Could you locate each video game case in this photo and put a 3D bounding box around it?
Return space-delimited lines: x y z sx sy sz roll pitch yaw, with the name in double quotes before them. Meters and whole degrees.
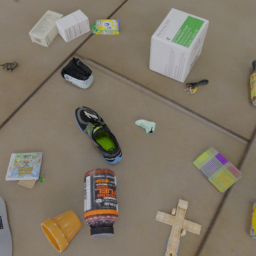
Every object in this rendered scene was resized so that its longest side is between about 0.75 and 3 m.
"video game case" -3.744 1.380 10.155 1.160 0.128 1.056 -2 56 1

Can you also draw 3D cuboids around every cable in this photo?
"cable" 2.912 -1.814 11.999 1.155 0.291 0.561 -26 47 -27

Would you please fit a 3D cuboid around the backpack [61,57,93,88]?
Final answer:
"backpack" -2.060 -2.268 11.853 1.257 0.795 1.049 29 72 14

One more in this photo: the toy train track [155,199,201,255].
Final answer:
"toy train track" 1.495 3.522 8.897 1.494 0.424 2.605 16 63 9

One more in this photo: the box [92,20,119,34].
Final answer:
"box" -1.082 -4.904 13.581 1.296 0.314 0.761 -2 61 1

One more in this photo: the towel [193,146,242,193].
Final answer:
"towel" 3.234 1.502 10.147 1.097 0.174 1.527 -36 66 -17

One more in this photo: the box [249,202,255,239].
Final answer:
"box" 5.024 2.848 8.338 1.949 2.023 1.234 17 63 9

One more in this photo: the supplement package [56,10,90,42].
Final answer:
"supplement package" -2.595 -4.825 13.257 1.333 0.782 0.779 -33 66 -16

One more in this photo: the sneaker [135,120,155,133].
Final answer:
"sneaker" 0.659 -0.041 10.904 0.795 0.293 0.469 8 55 2

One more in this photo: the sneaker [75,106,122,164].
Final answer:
"sneaker" -1.063 0.098 10.378 0.941 1.100 2.655 -31 66 -17

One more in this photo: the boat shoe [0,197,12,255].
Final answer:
"boat shoe" -4.329 3.386 8.846 0.831 0.844 2.381 -28 65 16

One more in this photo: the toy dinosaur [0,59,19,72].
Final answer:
"toy dinosaur" -5.277 -2.740 12.425 0.945 0.364 0.483 -7 48 4

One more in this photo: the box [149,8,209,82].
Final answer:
"box" 2.102 -3.462 11.821 1.702 1.987 1.977 25 65 15

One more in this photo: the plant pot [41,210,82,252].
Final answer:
"plant pot" -2.031 3.149 8.818 0.955 1.043 1.043 -32 65 -34

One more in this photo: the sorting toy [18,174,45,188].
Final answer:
"sorting toy" -3.400 1.848 9.978 0.849 0.125 0.627 16 58 13

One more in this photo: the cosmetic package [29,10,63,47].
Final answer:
"cosmetic package" -3.812 -4.730 13.306 0.894 0.604 1.699 23 64 12

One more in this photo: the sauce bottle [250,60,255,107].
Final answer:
"sauce bottle" 5.490 -1.918 11.730 0.705 0.705 2.180 7 60 4

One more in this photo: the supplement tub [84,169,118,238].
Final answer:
"supplement tub" -0.875 2.437 9.106 1.097 1.097 2.051 -5 62 -3
